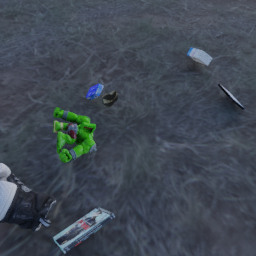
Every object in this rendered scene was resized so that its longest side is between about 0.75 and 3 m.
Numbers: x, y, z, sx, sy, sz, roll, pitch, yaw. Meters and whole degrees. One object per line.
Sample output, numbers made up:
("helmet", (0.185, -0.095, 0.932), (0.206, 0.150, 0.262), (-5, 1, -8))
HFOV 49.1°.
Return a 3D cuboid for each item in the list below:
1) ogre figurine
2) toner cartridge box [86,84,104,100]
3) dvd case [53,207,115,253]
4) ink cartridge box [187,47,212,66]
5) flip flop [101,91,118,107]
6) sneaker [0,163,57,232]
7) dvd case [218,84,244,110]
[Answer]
("ogre figurine", (-1.435, 0.165, 7.579), (1.029, 0.842, 1.716), (1, 30, -23))
("toner cartridge box", (-1.094, -1.169, 9.119), (0.182, 0.841, 0.399), (27, 76, -24))
("dvd case", (-0.930, 2.078, 5.834), (1.179, 0.130, 0.861), (-28, 8, -26))
("ink cartridge box", (2.744, -2.750, 10.752), (0.587, 0.344, 0.812), (24, 11, -31))
("flip flop", (-0.589, -0.896, 8.490), (0.285, 0.401, 0.989), (-2, 21, 21))
("sneaker", (-2.441, 1.578, 6.202), (0.914, 1.378, 2.421), (-60, 27, -9))
("dvd case", (3.369, -1.032, 9.181), (0.690, 0.085, 0.968), (27, 28, -36))
